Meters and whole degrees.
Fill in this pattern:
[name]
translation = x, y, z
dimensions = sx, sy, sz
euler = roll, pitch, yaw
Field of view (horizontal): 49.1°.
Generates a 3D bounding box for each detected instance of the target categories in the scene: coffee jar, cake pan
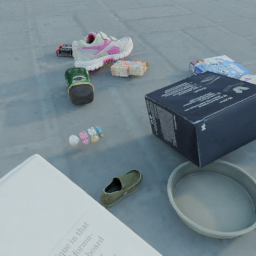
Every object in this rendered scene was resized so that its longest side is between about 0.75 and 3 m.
[coffee jar]
translation = -1.616, -1.402, 9.303
dimensions = 0.827, 0.677, 1.586
euler = -8, 38, -12
[cake pan]
translation = 1.819, 1.455, 5.930
dimensions = 1.994, 0.366, 1.994
euler = 0, 38, 0

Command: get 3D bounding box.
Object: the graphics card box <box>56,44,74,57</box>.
[graphics card box]
translation = -2.424, -3.326, 12.058
dimensions = 1.153, 0.293, 0.723
euler = 3, 38, 6

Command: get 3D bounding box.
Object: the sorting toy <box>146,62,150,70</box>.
[sorting toy]
translation = 0.544, -2.389, 11.028
dimensions = 0.826, 0.111, 0.615
euler = -23, 41, -26

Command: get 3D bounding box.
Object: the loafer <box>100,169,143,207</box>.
[loafer]
translation = -0.108, 1.253, 6.148
dimensions = 0.448, 0.415, 1.192
euler = 29, 47, 31

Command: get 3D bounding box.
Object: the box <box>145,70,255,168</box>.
[box]
translation = 1.908, -0.366, 7.043
dimensions = 2.123, 1.268, 2.159
euler = -23, 30, -17

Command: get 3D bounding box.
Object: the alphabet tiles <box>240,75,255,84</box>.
[alphabet tiles]
translation = 3.605, -0.992, 8.499
dimensions = 2.511, 0.187, 2.568
euler = -37, 35, -25

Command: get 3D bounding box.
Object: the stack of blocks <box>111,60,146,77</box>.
[stack of blocks]
translation = 0.024, -2.223, 10.499
dimensions = 1.159, 0.340, 0.668
euler = 9, 38, 24

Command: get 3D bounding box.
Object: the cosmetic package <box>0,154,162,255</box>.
[cosmetic package]
translation = -0.912, 2.161, 3.073
dimensions = 2.544, 2.129, 2.116
euler = 36, 48, 10

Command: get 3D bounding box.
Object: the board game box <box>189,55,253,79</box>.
[board game box]
translation = 3.435, -2.146, 10.502
dimensions = 1.646, 0.359, 1.654
euler = -13, 40, -18

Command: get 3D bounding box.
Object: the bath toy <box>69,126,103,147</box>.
[bath toy]
translation = -1.088, 0.271, 7.270
dimensions = 0.882, 0.326, 0.384
euler = -20, 63, -19

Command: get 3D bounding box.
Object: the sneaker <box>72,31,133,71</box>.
[sneaker]
translation = -0.940, -3.171, 10.838
dimensions = 1.164, 1.262, 2.861
euler = 9, 33, 45
